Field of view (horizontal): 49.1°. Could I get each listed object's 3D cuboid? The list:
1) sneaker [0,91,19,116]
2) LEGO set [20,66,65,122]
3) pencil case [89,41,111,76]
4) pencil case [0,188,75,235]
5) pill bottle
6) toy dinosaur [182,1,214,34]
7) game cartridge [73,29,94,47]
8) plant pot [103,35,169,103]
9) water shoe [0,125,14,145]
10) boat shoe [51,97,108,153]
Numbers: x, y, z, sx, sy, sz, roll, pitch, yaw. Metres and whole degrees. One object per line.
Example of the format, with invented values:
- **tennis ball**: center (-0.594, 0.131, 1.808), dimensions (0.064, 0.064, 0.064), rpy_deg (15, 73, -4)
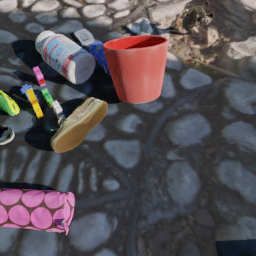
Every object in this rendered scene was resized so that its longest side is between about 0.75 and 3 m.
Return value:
- **sneaker**: center (-4.617, -0.898, 9.722), dimensions (2.097, 0.777, 0.877), rpy_deg (30, 76, 21)
- **LEGO set**: center (-3.120, -1.202, 9.678), dimensions (0.920, 0.990, 2.411), rpy_deg (-27, 59, -17)
- **pencil case**: center (-0.893, -2.679, 10.907), dimensions (0.739, 0.664, 1.702), rpy_deg (-30, 60, -19)
- **pencil case**: center (-2.614, 2.177, 7.378), dimensions (2.288, 1.038, 1.072), rpy_deg (4, 98, 5)
- **pill bottle**: center (-2.428, -2.737, 10.591), dimensions (2.318, 1.261, 1.261), rpy_deg (38, 63, 24)
- **toy dinosaur**: center (2.626, -4.385, 11.182), dimensions (1.162, 2.273, 0.875), rpy_deg (-19, 97, -13)
- **game cartridge**: center (-1.866, -3.905, 12.066), dimensions (0.639, 0.199, 0.959), rpy_deg (-23, 58, -20)
- **plant pot**: center (0.310, -1.962, 9.409), dimensions (2.109, 1.866, 2.109), rpy_deg (-4, 29, 2)
- **water shoe**: center (-4.505, 0.362, 8.687), dimensions (1.790, 0.706, 0.640), rpy_deg (-26, 70, -14)
- **boat shoe**: center (-1.653, -0.141, 9.083), dimensions (0.765, 0.894, 2.440), rpy_deg (28, 49, 23)
